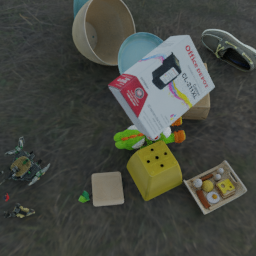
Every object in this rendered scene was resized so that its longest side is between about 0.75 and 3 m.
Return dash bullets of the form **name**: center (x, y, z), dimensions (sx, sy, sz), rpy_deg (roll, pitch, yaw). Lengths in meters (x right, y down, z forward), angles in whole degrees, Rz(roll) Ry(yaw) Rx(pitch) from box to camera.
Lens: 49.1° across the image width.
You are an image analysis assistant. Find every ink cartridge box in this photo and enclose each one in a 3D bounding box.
- **ink cartridge box**: center (1.010, -1.230, 8.211), dimensions (2.536, 1.848, 1.050), rpy_deg (-40, 24, -9)

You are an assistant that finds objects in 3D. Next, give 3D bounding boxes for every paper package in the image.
- **paper package**: center (2.103, -1.414, 10.828), dimensions (1.943, 1.055, 2.039), rpy_deg (2, 64, 1)

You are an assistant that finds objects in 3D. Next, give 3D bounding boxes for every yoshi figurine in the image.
- **yoshi figurine**: center (0.678, 0.209, 9.785), dimensions (2.379, 1.332, 1.337), rpy_deg (-12, 47, -5)

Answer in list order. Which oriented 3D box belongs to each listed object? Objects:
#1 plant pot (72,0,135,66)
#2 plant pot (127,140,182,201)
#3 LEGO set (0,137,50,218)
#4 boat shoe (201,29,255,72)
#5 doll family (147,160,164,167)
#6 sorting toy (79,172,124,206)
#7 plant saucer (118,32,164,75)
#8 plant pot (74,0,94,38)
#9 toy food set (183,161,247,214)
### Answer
- **plant pot**: center (-1.289, -4.025, 11.998), dimensions (1.872, 2.789, 2.789), rpy_deg (6, 50, 45)
- **plant pot**: center (0.889, 1.254, 9.094), dimensions (1.450, 1.279, 1.450), rpy_deg (-23, 60, -14)
- **LEGO set**: center (-3.501, 1.663, 9.328), dimensions (1.697, 0.741, 2.613), rpy_deg (10, 70, 9)
- **boat shoe**: center (4.377, -3.415, 12.291), dimensions (2.816, 1.006, 0.842), rpy_deg (34, 58, 16)
- **doll family**: center (1.004, 1.316, 9.355), dimensions (1.343, 0.776, 0.527), rpy_deg (20, 16, 9)
- **sorting toy**: center (-0.905, 2.029, 9.224), dimensions (1.456, 0.214, 1.076), rpy_deg (-4, 62, -7)
- **plant saucer**: center (0.729, -2.562, 11.422), dimensions (2.596, 0.356, 2.596), rpy_deg (2, 86, -24)
- **plant pot**: center (-1.472, -5.810, 13.286), dimensions (2.438, 1.957, 2.438), rpy_deg (0, 57, 0)
- **toy food set**: center (2.826, 1.891, 9.131), dimensions (1.710, 0.517, 1.227), rpy_deg (-22, 60, -14)
